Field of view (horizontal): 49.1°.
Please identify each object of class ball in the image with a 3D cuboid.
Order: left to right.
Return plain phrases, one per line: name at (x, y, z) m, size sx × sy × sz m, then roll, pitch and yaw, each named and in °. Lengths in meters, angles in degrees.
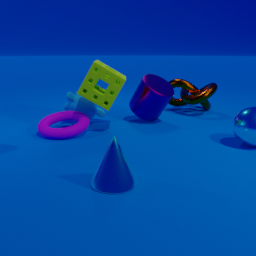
ball at (3.072, -0.031, 6.853) m, size 0.973 × 0.973 × 0.973 m, roll 0°, pitch 16°, yaw 0°

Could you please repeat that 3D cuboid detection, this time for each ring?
ring at (-1.826, -0.109, 7.971) m, size 1.452 × 0.290 × 1.452 m, roll -3°, pitch 27°, yaw 2°

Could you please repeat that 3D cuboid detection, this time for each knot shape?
knot shape at (2.530, -1.245, 10.728) m, size 2.032 × 0.939 × 1.901 m, roll 7°, pitch -1°, yaw 37°

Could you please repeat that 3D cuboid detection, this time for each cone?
cone at (-0.243, 0.558, 4.977) m, size 0.884 × 0.887 × 0.884 m, roll 1°, pitch 17°, yaw 0°

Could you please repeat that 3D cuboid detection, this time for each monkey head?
monkey head at (-1.490, -0.788, 9.165) m, size 1.522 × 1.095 × 0.917 m, roll 28°, pitch -35°, yaw -36°

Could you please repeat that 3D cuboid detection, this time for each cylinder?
cylinder at (0.751, -0.975, 9.052) m, size 1.113 × 1.113 × 1.113 m, roll 18°, pitch 39°, yaw -16°

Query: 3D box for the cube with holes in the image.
cube with holes at (-0.728, -1.245, 8.026) m, size 0.987 × 0.987 × 0.987 m, roll 29°, pitch 14°, yaw -9°
